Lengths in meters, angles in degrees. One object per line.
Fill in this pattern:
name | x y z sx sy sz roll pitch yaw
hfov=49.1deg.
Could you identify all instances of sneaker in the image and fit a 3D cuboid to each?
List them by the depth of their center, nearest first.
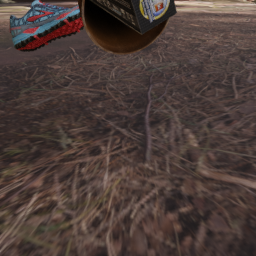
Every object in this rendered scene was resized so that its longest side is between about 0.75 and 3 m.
sneaker | -2.222 -3.154 7.871 2.513 1.200 0.997 -21 -1 1

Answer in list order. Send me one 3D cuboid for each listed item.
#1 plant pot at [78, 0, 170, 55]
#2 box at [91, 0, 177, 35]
plant pot | -0.279 -2.546 5.245 1.659 1.659 1.775 -11 45 -19
box | -0.359 -1.951 2.702 0.425 1.536 1.918 -32 45 -7
